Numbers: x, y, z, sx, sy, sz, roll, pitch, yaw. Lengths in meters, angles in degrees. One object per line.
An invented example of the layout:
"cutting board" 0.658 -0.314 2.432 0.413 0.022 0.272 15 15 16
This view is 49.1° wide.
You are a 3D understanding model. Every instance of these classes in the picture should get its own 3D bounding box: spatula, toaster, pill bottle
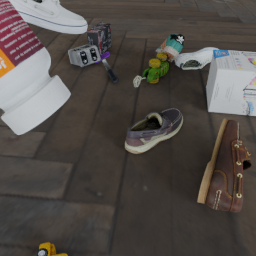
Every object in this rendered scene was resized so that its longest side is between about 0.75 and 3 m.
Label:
"spatula" -0.818 -2.455 11.234 0.731 0.266 2.587 -30 45 1
"toaster" -1.816 -2.965 11.488 0.995 0.653 1.100 -26 31 -28
"pill bottle" -2.310 -1.311 4.737 1.512 2.760 1.512 -31 21 13

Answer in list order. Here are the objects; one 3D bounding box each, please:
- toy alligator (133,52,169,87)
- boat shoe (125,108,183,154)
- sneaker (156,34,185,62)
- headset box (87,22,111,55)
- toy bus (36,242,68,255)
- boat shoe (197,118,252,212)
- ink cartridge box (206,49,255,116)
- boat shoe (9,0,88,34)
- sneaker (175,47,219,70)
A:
"toy alligator" 1.006 -2.028 10.262 0.603 0.832 2.512 19 43 21
"boat shoe" 0.798 -0.088 7.812 2.239 0.726 0.805 -30 47 -33
"sneaker" 1.760 -3.243 11.246 0.795 0.890 2.227 33 7 -13
"headset box" -1.285 -3.912 12.488 0.578 1.113 1.496 13 40 17
"toy bus" -1.215 2.557 4.609 0.514 0.428 1.314 -8 38 -11
"boat shoe" 2.377 0.799 6.526 0.936 0.937 2.662 11 46 22
"ink cartridge box" 3.712 -1.446 8.900 2.123 1.536 1.563 6 38 7
"boat shoe" -2.141 -3.103 7.250 2.414 0.789 0.888 4 40 -29
"sneaker" 2.914 -2.726 11.402 1.974 0.721 0.699 -14 51 -6
